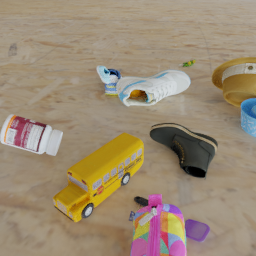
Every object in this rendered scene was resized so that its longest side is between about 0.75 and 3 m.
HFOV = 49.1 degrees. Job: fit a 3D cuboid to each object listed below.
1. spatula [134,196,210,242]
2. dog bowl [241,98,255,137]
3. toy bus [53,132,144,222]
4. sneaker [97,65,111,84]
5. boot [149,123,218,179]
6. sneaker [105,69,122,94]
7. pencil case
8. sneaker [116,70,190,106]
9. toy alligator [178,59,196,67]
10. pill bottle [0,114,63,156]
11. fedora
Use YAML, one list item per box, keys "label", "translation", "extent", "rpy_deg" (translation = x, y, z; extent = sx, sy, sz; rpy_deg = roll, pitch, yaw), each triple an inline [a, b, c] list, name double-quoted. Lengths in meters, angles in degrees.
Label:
- label: "spatula"
  translation: [0.886, 1.907, 6.134]
  extent: [1.835, 0.189, 0.519]
  rpy_deg: [23, 38, 32]
- label: "dog bowl"
  translation: [5.103, -0.247, 9.005]
  extent: [2.962, 0.734, 1.651]
  rpy_deg: [2, 32, 4]
- label: "toy bus"
  translation: [-0.632, 1.090, 6.690]
  extent: [0.791, 0.952, 2.431]
  rpy_deg: [24, 40, 33]
- label: "sneaker"
  translation: [-0.741, -1.770, 9.415]
  extent: [0.336, 0.820, 0.303]
  rpy_deg: [10, 67, 31]
- label: "boot"
  translation: [1.382, 0.598, 7.736]
  extent: [1.973, 0.764, 1.365]
  rpy_deg: [12, 39, 20]
- label: "sneaker"
  translation: [-0.624, -2.176, 11.905]
  extent: [0.784, 0.872, 2.121]
  rpy_deg: [-5, 31, -3]
- label: "pencil case"
  translation: [0.472, 2.382, 4.587]
  extent: [1.123, 1.123, 2.542]
  rpy_deg: [2, 33, 4]
- label: "sneaker"
  translation: [1.042, -1.430, 10.694]
  extent: [2.870, 1.098, 1.159]
  rpy_deg: [-11, 42, -5]
- label: "toy alligator"
  translation: [3.007, -3.215, 14.129]
  extent: [1.052, 0.253, 0.349]
  rpy_deg: [-20, 10, -15]
- label: "pill bottle"
  translation: [-2.463, 0.209, 7.251]
  extent: [1.388, 0.793, 0.793]
  rpy_deg: [17, 32, -9]
- label: "fedora"
  translation: [4.324, -1.446, 10.082]
  extent: [2.684, 2.684, 1.095]
  rpy_deg: [10, 70, 15]
